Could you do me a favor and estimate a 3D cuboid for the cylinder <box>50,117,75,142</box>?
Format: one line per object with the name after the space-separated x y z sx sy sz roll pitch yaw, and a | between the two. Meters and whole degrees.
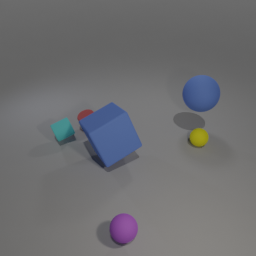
-2.477 0.056 10.633 0.700 0.700 0.700 -28 39 -13 | cylinder

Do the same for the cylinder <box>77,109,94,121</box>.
-1.617 -0.275 11.373 0.700 0.700 0.700 -8 46 9 | cylinder

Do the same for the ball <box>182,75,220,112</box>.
2.789 -1.310 10.692 1.400 1.400 1.400 0 32 0 | ball

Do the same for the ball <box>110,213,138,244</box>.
-0.105 2.464 6.890 0.700 0.700 0.700 0 32 0 | ball

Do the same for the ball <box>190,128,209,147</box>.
2.692 0.354 10.618 0.700 0.700 0.700 0 32 0 | ball

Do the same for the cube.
-0.612 0.184 9.483 1.400 1.400 1.400 -31 28 -11 | cube
